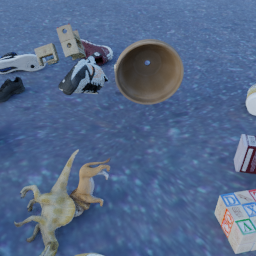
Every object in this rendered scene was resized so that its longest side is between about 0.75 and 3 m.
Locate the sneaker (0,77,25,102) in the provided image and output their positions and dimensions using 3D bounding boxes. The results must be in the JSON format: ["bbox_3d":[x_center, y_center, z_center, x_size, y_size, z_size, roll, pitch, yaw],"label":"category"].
[{"bbox_3d":[-4.701,-1.523,10.854,0.564,0.674,1.485,20,42,22],"label":"sneaker"}]

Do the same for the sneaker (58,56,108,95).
[{"bbox_3d":[-1.249,-1.518,8.734,1.090,1.004,2.724,46,23,-10],"label":"sneaker"}]

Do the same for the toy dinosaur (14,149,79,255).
[{"bbox_3d":[-1.744,1.683,6.309,1.226,0.706,2.425,3,61,9],"label":"toy dinosaur"}]

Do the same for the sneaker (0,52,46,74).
[{"bbox_3d":[-4.942,-3.189,13.001,2.221,0.811,1.242,-8,38,-9],"label":"sneaker"}]

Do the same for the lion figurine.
[{"bbox_3d":[-0.962,1.345,6.542,0.919,1.500,0.544,12,-6,-2],"label":"lion figurine"}]

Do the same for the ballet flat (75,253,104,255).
[{"bbox_3d":[-0.324,2.651,5.213,1.840,0.580,0.631,10,36,14],"label":"ballet flat"}]

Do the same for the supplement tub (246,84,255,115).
[{"bbox_3d":[4.686,-1.018,10.037,0.817,0.817,1.131,15,39,19],"label":"supplement tub"}]

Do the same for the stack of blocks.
[{"bbox_3d":[3.289,1.990,6.013,2.359,0.691,1.358,-7,37,-9],"label":"stack of blocks"}]

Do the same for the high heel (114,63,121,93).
[{"bbox_3d":[0.119,-2.207,11.737,1.268,0.635,1.778,-12,54,-5],"label":"high heel"}]

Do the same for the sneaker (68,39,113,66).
[{"bbox_3d":[-2.014,-3.569,13.495,2.371,0.897,1.370,11,40,14],"label":"sneaker"}]

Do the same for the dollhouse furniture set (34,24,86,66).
[{"bbox_3d":[-2.210,-2.610,9.011,1.320,0.925,0.930,-16,5,6],"label":"dollhouse furniture set"}]

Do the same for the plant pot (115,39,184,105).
[{"bbox_3d":[0.652,-1.884,8.906,2.124,2.124,0.980,0,38,1],"label":"plant pot"}]

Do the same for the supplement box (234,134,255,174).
[{"bbox_3d":[3.860,0.777,7.449,1.775,0.966,0.540,8,37,9],"label":"supplement box"}]
